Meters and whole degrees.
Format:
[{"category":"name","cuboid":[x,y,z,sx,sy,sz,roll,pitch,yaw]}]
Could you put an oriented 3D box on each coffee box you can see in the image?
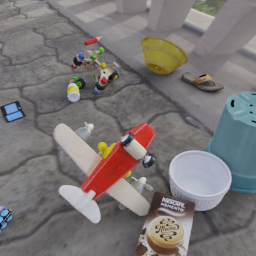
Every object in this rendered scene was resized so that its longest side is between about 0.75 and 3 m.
[{"category":"coffee box","cuboid":[0.885,2.615,6.675,1.107,0.782,1.959,12,41,14]}]

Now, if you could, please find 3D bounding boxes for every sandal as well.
[{"category":"sandal","cuboid":[3.355,-2.201,12.665,0.840,0.561,2.056,-29,48,-30]}]

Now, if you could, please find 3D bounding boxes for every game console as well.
[{"category":"game console","cuboid":[-4.485,-0.648,10.910,0.751,0.647,0.446,-24,19,-27]}]

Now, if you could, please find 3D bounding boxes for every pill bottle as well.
[{"category":"pill bottle","cuboid":[-2.332,-1.533,11.919,0.489,0.489,0.870,-8,40,-10]}]

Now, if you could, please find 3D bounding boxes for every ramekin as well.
[{"category":"ramekin","cuboid":[1.977,1.520,7.926,1.677,0.880,1.677,0,40,0]}]

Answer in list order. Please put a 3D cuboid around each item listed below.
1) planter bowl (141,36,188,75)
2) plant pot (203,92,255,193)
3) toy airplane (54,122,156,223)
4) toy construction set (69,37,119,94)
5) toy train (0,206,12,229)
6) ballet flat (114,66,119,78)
[{"category":"planter bowl","cuboid":[1.517,-3.185,13.144,2.350,2.350,0.979,21,81,23]},{"category":"plant pot","cuboid":[3.544,0.317,8.298,2.320,2.273,2.320,0,41,0]},{"category":"toy airplane","cuboid":[-0.577,1.098,7.288,2.545,2.556,1.804,-1,11,-8]},{"category":"toy construction set","cuboid":[-1.276,-2.865,12.314,1.932,2.317,1.780,29,42,19]},{"category":"toy train","cuboid":[-3.406,2.423,7.277,0.467,0.354,0.817,8,42,23]},{"category":"ballet flat","cuboid":[-0.654,-2.785,13.537,0.401,0.401,1.097,-5,42,-6]}]
